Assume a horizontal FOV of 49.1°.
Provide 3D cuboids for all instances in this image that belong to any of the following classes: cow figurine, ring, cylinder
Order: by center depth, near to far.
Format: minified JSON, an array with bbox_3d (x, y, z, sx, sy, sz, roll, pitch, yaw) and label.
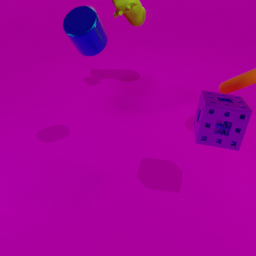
[{"bbox_3d":[-0.833,-1.909,5.575,0.704,0.704,0.704,-4,71,12],"label":"cylinder"},{"bbox_3d":[3.281,-1.335,7.509,1.704,0.341,1.704,-22,0,0],"label":"ring"},{"bbox_3d":[0.074,-3.808,9.061,0.835,1.522,1.497,-23,48,22],"label":"cow figurine"}]

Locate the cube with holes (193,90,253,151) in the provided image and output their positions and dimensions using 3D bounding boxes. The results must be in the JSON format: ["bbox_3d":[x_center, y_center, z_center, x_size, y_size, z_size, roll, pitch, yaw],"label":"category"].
[{"bbox_3d":[1.720,-0.162,5.261,0.788,0.788,0.788,10,26,4],"label":"cube with holes"}]
